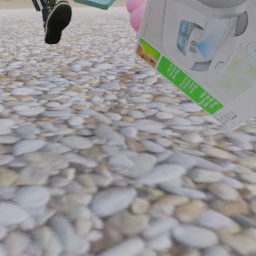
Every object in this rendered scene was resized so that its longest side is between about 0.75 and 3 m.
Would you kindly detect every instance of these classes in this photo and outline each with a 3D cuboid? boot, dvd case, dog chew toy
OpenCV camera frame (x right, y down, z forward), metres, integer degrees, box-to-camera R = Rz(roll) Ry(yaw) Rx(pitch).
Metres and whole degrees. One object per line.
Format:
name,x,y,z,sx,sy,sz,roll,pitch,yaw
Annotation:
boot,-2.283,-3.610,8.604,0.650,1.359,1.800,-3,-19,-30
dvd case,-1.266,-2.441,4.354,0.081,0.752,1.011,20,66,15
dog chew toy,0.638,-3.706,9.678,1.268,2.037,1.268,-31,13,8

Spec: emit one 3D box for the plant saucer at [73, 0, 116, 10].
plant saucer,-0.115,-3.271,5.641,0.922,0.250,2.637,23,64,21

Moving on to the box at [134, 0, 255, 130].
box,1.459,-1.382,3.970,2.269,2.571,1.243,41,75,4
